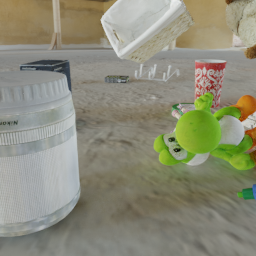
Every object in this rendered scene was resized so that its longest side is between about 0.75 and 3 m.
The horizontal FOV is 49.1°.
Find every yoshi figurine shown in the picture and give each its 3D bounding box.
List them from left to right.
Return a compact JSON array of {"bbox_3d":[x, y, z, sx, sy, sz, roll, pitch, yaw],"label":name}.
[{"bbox_3d":[2.017,0.075,6.177,2.956,1.655,1.661,-14,30,-28],"label":"yoshi figurine"}]

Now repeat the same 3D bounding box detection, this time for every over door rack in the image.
[{"bbox_3d":[1.884,-3.615,17.759,2.046,0.922,2.769,10,21,25],"label":"over door rack"}]

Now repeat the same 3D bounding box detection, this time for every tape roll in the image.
[{"bbox_3d":[2.201,-0.600,9.966,1.275,0.306,1.275,0,20,0],"label":"tape roll"}]

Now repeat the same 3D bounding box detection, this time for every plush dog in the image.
[{"bbox_3d":[3.699,-3.019,8.139,2.004,2.497,2.145,-37,44,6],"label":"plush dog"}]

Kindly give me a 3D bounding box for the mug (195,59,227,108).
[{"bbox_3d":[3.350,-1.786,11.153,1.568,1.767,1.179,-11,22,-30],"label":"mug"}]

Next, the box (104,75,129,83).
[{"bbox_3d":[-0.651,-2.903,16.631,1.321,0.292,1.058,2,20,7],"label":"box"}]

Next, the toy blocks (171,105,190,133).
[{"bbox_3d":[1.635,-0.156,7.798,0.946,0.884,0.796,-8,26,-12],"label":"toy blocks"}]

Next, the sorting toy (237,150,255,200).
[{"bbox_3d":[2.602,0.838,5.504,0.835,0.840,2.424,-16,6,33],"label":"sorting toy"}]

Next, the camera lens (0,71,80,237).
[{"bbox_3d":[-1.676,0.331,4.315,1.775,2.219,1.775,0,18,0],"label":"camera lens"}]

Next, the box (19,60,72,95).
[{"bbox_3d":[-2.523,-1.122,8.951,1.047,1.956,1.452,3,19,9],"label":"box"}]

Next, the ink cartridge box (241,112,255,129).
[{"bbox_3d":[4.202,-0.327,8.682,1.075,0.621,1.473,-8,21,-22],"label":"ink cartridge box"}]

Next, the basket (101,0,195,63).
[{"bbox_3d":[0.623,-3.149,8.247,2.285,1.549,1.410,-33,-20,27],"label":"basket"}]
